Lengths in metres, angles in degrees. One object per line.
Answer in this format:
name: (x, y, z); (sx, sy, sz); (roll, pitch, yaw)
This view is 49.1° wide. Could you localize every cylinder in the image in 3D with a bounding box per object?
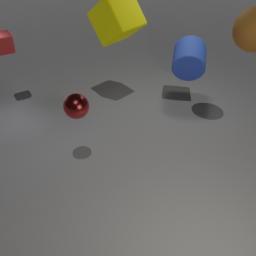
cylinder: (2.652, -3.006, 12.107); (1.400, 1.400, 1.400); (6, 54, 9)

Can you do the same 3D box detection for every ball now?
ball: (-1.406, -0.589, 7.611); (0.700, 0.700, 0.700); (0, 33, 0)
ball: (3.995, -3.074, 8.739); (1.400, 1.400, 1.400); (0, 33, 0)

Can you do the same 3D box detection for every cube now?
cube: (-4.927, -3.344, 10.991); (0.700, 0.700, 0.700); (-21, 48, -27)
cube: (-0.422, -4.184, 10.725); (1.400, 1.400, 1.400); (-34, 12, -36)
